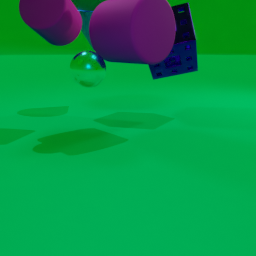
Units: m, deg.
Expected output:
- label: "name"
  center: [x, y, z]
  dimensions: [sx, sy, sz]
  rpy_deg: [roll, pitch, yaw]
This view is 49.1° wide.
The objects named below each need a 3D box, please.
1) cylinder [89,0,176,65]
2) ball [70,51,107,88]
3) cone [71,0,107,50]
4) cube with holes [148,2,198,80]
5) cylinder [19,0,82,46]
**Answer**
- label: "cylinder"
  center: [0.090, -2.091, 6.057]
  dimensions: [1.362, 1.362, 1.362]
  rpy_deg: [-15, 22, -42]
- label: "ball"
  center: [-0.804, -1.180, 5.657]
  dimensions: [0.739, 0.739, 0.739]
  rpy_deg: [0, 16, 0]
- label: "cone"
  center: [-1.170, -3.294, 9.178]
  dimensions: [1.595, 1.601, 1.595]
  rpy_deg: [1, 42, -1]
- label: "cube with holes"
  center: [1.168, -2.374, 7.834]
  dimensions: [1.316, 1.316, 1.316]
  rpy_deg: [-9, -26, 12]
- label: "cylinder"
  center: [-1.702, -2.538, 6.311]
  dimensions: [1.062, 1.062, 1.062]
  rpy_deg: [3, -3, 10]
